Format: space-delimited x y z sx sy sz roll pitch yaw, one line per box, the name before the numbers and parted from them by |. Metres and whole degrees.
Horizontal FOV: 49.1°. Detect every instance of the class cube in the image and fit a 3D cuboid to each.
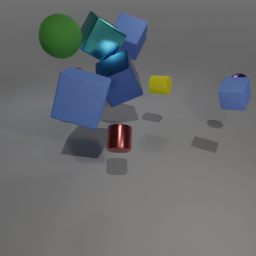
cube | 3.121 -1.003 8.186 0.700 0.700 0.700 7 47 35
cube | 0.022 -4.427 13.638 1.400 1.400 1.400 23 74 6
cube | -1.157 -3.697 11.534 1.400 1.400 1.400 23 21 -32
cube | -1.406 -0.959 8.667 1.400 1.400 1.400 16 18 -4
cube | -0.360 -1.950 11.107 1.400 1.400 1.400 -21 41 11

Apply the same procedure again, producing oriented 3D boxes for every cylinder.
cylinder | 1.250 -1.658 10.828 0.700 0.700 0.700 7 29 28
cylinder | -0.244 0.308 7.954 0.700 0.700 0.700 2 74 1

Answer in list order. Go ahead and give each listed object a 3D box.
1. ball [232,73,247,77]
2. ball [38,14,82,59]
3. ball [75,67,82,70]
ball | 3.922 -1.576 9.915 0.700 0.700 0.700 0 29 0
ball | -2.213 -2.995 9.175 1.400 1.400 1.400 0 29 0
ball | -2.017 -2.025 11.019 0.700 0.700 0.700 0 29 0
